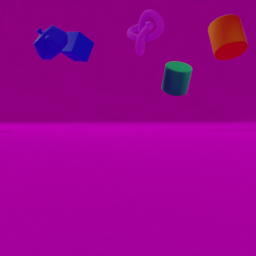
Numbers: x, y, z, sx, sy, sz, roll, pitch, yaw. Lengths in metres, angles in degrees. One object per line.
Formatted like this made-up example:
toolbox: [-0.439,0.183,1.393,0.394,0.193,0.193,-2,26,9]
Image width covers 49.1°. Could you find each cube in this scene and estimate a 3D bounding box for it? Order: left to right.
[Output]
cube: [-1.930,-3.060,10.577,0.819,0.819,0.819,15,-7,39]

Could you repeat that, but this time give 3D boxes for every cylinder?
cylinder: [1.814,-1.849,10.480,0.982,0.982,0.982,4,35,-3]
cylinder: [2.287,-2.069,6.447,0.740,0.740,0.740,-6,-18,-2]

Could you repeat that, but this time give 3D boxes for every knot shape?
knot shape: [0.551,-2.991,8.547,0.619,1.341,1.255,19,-39,-32]

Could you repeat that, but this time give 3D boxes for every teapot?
teapot: [-2.426,-2.669,8.565,0.861,1.093,1.758,45,-3,-28]
